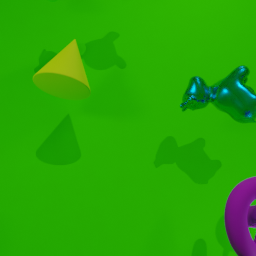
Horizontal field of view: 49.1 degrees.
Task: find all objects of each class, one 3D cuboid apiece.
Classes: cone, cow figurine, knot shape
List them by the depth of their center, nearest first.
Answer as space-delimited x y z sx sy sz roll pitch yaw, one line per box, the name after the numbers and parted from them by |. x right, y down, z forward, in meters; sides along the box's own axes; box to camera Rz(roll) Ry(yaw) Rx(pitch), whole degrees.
2.245 1.259 4.378 1.911 1.788 0.883 -40 55 -8 | knot shape
2.065 -0.608 6.132 1.597 0.891 1.623 -40 70 7 | cow figurine
-1.331 -1.466 6.291 1.259 1.259 1.264 9 72 3 | cone

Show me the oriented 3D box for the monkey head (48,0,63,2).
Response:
-2.074 -3.489 7.206 1.039 0.626 0.747 27 76 32 | monkey head
